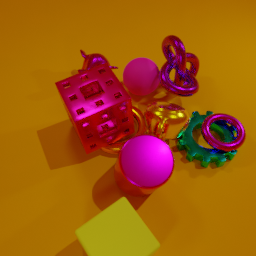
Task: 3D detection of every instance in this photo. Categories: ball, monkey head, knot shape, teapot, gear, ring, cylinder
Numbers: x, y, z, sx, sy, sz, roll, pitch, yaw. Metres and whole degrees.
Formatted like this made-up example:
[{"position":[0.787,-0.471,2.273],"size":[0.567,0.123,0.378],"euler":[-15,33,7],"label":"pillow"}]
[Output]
[{"position":[0.404,-1.541,8.412],"size":[1.127,1.127,1.127],"euler":[0,54,0],"label":"ball"},{"position":[-1.062,-1.894,8.598],"size":[1.429,1.028,0.861],"euler":[29,104,17],"label":"monkey head"},{"position":[1.484,-1.585,8.009],"size":[0.859,1.860,1.740],"euler":[-15,47,31],"label":"knot shape"},{"position":[0.975,-0.151,7.153],"size":[1.168,0.920,1.879],"euler":[14,20,14],"label":"teapot"},{"position":[2.147,0.265,7.605],"size":[1.668,0.309,1.668],"euler":[0,54,0],"label":"gear"},{"position":[2.503,0.094,7.362],"size":[1.158,0.232,1.158],"euler":[0,56,0],"label":"ring"},{"position":[-0.259,-0.016,7.791],"size":[1.701,0.340,1.701],"euler":[0,54,0],"label":"ring"},{"position":[0.321,0.895,6.417],"size":[1.202,1.202,1.202],"euler":[3,68,-8],"label":"cylinder"}]

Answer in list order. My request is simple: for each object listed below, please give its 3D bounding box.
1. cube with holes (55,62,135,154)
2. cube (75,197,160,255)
[{"position":[-0.789,-0.484,7.039],"size":[1.379,1.379,1.379],"euler":[-24,56,-12],"label":"cube with holes"},{"position":[-0.214,2.297,5.539],"size":[1.149,1.149,1.149],"euler":[-31,64,-20],"label":"cube"}]
